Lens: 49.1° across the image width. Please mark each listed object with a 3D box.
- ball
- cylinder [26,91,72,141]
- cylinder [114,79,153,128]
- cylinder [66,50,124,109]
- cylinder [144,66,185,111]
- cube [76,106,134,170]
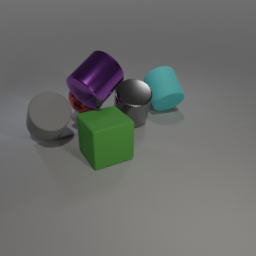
[{"bbox_3d":[-1.637,-1.219,11.040,1.400,1.400,1.400,0,29,0],"label":"ball"},{"bbox_3d":[-2.782,-0.377,9.761,1.400,1.400,1.400,-15,-10,-25],"label":"cylinder"},{"bbox_3d":[0.158,-0.930,10.895,1.400,1.400,1.400,3,55,-4],"label":"cylinder"},{"bbox_3d":[-1.079,-1.600,9.337,1.400,1.400,1.400,22,63,35],"label":"cylinder"},{"bbox_3d":[1.540,-1.683,12.082,1.400,1.400,1.400,-10,65,-18],"label":"cylinder"},{"bbox_3d":[-0.738,0.277,9.143,1.400,1.400,1.400,-15,32,-25],"label":"cube"}]
